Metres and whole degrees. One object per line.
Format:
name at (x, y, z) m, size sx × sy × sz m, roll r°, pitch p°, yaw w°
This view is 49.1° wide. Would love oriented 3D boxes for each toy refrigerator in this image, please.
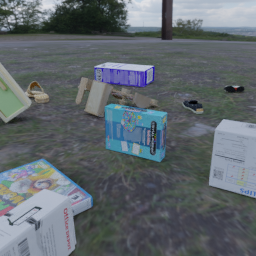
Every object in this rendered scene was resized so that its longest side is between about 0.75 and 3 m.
toy refrigerator at (-4.369, -1.507, 9.053) m, size 0.978 × 2.576 × 0.901 m, roll -34°, pitch 21°, yaw -1°

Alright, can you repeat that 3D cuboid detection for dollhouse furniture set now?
dollhouse furniture set at (-0.451, -0.936, 10.858) m, size 2.100 × 1.202 × 2.463 m, roll 21°, pitch 6°, yaw 41°

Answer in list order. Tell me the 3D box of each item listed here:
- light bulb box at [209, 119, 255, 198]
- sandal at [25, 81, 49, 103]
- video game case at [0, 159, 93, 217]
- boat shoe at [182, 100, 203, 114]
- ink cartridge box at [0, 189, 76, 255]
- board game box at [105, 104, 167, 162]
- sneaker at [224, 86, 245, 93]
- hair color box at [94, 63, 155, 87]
light bulb box at (2.384, 0.608, 5.645) m, size 1.252 × 1.263 × 0.788 m, roll 12°, pitch 23°, yaw 28°
sandal at (-3.991, -1.685, 12.281) m, size 0.799 × 0.717 × 2.180 m, roll -13°, pitch 25°, yaw -30°
video game case at (-2.372, 1.416, 4.967) m, size 2.854 × 0.254 × 2.043 m, roll -18°, pitch 28°, yaw -38°
boat shoe at (2.486, -0.894, 10.721) m, size 0.468 × 0.390 × 1.254 m, roll -7°, pitch 21°, yaw -13°
ink cartridge box at (-1.330, 1.546, 3.699) m, size 0.538 × 0.931 × 1.275 m, roll 10°, pitch 22°, yaw 29°
board game box at (0.173, 0.096, 7.074) m, size 1.570 × 1.186 × 0.369 m, roll 11°, pitch 24°, yaw 26°
sneaker at (5.022, -1.843, 13.352) m, size 0.933 × 0.328 × 0.436 m, roll 0°, pitch 5°, yaw 4°
hair color box at (-0.188, -2.915, 15.171) m, size 2.899 × 0.939 × 1.584 m, roll 11°, pitch 24°, yaw 21°
